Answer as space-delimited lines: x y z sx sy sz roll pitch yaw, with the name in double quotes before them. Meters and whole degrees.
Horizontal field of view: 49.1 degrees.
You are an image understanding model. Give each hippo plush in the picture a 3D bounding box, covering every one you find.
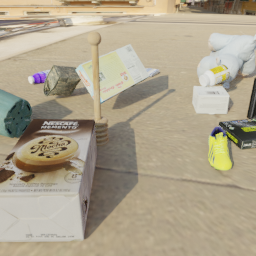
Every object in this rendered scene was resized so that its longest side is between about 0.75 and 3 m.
"hippo plush" 3.852 -2.312 10.538 2.617 2.085 2.104 9 55 50

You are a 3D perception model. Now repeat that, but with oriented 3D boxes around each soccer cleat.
"soccer cleat" 1.919 0.406 5.907 0.428 0.553 1.323 4 27 8

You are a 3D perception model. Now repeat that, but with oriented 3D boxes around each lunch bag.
"lunch bag" -2.146 -1.441 8.973 0.884 1.078 0.634 -7 58 -46

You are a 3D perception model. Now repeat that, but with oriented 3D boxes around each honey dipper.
"honey dipper" -0.667 -0.805 6.149 0.476 2.509 0.476 1 26 -1

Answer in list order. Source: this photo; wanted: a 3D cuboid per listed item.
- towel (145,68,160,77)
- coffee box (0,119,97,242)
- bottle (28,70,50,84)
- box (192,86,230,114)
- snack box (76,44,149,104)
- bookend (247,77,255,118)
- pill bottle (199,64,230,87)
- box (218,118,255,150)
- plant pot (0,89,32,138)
"towel" 0.656 -2.404 12.043 1.209 0.144 0.888 12 31 26
"coffee box" -1.294 0.723 4.844 1.318 0.930 2.331 -1 26 -1
"bottle" -3.296 -2.003 10.941 0.501 0.391 1.199 22 34 36
"box" 2.452 -0.850 8.396 0.902 0.593 0.907 1 26 3
"snack box" -0.389 -1.601 8.196 2.020 1.174 0.375 -33 3 -35
"bookend" 4.885 -0.382 6.755 2.622 1.215 2.639 -6 28 -10
"pill bottle" 2.642 -1.585 8.576 0.881 0.493 0.493 -23 32 -15
"box" 2.964 0.113 6.828 1.117 0.265 1.079 -5 24 -10
"plant pot" -3.180 -0.395 6.873 1.291 1.319 1.319 17 30 15
